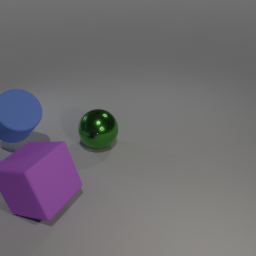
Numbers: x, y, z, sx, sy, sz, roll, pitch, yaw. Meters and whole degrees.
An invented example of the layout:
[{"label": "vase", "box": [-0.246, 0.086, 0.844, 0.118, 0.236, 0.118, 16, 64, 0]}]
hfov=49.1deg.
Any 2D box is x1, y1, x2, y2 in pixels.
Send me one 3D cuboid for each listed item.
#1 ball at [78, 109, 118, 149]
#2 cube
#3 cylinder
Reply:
[{"label": "ball", "box": [-1.032, 0.033, 9.767, 1.400, 1.400, 1.400, 0, 29, 0]}, {"label": "cube", "box": [-2.289, 1.278, 7.145, 1.400, 1.400, 1.400, -3, 26, 32]}, {"label": "cylinder", "box": [-3.658, -0.358, 9.087, 1.400, 1.400, 1.400, -25, -4, -37]}]
